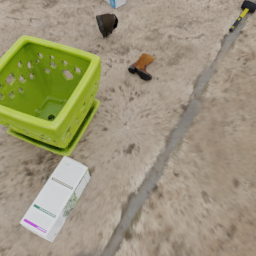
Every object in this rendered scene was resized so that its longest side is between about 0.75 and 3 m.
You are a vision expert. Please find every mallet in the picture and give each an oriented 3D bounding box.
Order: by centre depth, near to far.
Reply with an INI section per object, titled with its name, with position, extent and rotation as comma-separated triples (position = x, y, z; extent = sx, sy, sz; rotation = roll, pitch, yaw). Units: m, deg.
[mallet]
position = 4.294, -4.329, 10.791
extent = 0.584, 0.365, 1.772
rotation = 39, 71, 20

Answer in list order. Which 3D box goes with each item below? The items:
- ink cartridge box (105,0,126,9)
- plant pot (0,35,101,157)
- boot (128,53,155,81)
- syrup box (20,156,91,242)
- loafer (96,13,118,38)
[ink cartridge box]
position = -0.846, -5.693, 11.184
extent = 0.573, 0.995, 1.719
rotation = -37, 65, -18
[plant pot]
position = -2.144, -0.692, 7.530
extent = 2.391, 2.169, 2.379
rotation = 20, 62, 11
[boot]
position = 0.632, -2.077, 9.484
extent = 0.927, 0.337, 0.985
rotation = 26, 56, 27
[syrup box]
position = -1.719, 1.733, 6.914
extent = 0.763, 0.738, 1.873
rotation = 24, 63, 14
[loafer]
position = -0.637, -3.524, 9.596
extent = 0.682, 0.698, 1.912
rotation = -15, 17, 4
